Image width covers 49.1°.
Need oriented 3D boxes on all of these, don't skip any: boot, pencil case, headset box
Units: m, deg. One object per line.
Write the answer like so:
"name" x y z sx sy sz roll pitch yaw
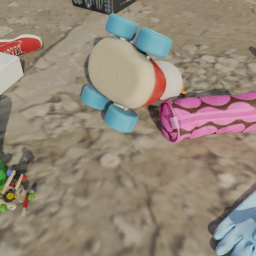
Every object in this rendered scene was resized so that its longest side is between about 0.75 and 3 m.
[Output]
"boot" -3.728 -2.496 9.256 1.705 0.617 1.230 -9 45 3
"pencil case" 2.112 -0.295 6.483 2.660 1.207 1.246 -9 17 -5
"headset box" -0.968 -6.122 12.569 2.396 1.111 2.086 24 49 23

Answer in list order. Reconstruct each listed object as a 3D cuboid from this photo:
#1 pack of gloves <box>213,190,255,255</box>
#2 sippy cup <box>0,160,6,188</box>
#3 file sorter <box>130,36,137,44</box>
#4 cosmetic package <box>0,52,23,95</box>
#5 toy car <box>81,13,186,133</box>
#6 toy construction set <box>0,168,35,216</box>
"pack of gloves" 3.095 1.892 4.784 2.861 0.564 2.403 -31 51 -28
"sippy cup" -3.579 0.565 5.148 2.064 1.927 2.629 -10 46 -10
"file sorter" -0.102 -2.496 9.120 1.085 0.753 0.666 -30 52 -27
"cosmetic package" -4.303 -1.070 7.662 1.210 0.742 2.932 16 47 16
"toy car" 0.462 -1.315 7.381 2.523 2.326 2.232 2 30 -46
"toy construction set" -2.124 1.298 5.031 0.794 0.952 0.731 -25 39 12
